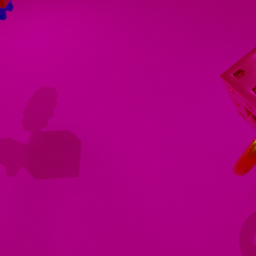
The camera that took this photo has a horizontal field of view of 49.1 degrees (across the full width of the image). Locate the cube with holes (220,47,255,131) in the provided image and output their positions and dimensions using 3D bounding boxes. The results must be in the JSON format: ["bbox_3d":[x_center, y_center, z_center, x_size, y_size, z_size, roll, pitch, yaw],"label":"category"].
[{"bbox_3d":[2.118,-0.450,3.685,1.086,1.086,1.086,-39,49,10],"label":"cube with holes"}]

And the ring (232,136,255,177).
[{"bbox_3d":[2.300,0.310,4.932,0.261,1.307,1.307,38,59,20],"label":"ring"}]

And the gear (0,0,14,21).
[{"bbox_3d":[-3.413,-3.617,7.011,0.323,1.745,1.745,11,50,7],"label":"gear"}]

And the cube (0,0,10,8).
[{"bbox_3d":[-2.951,-3.175,5.527,1.117,1.117,1.117,3,44,-6],"label":"cube"}]
